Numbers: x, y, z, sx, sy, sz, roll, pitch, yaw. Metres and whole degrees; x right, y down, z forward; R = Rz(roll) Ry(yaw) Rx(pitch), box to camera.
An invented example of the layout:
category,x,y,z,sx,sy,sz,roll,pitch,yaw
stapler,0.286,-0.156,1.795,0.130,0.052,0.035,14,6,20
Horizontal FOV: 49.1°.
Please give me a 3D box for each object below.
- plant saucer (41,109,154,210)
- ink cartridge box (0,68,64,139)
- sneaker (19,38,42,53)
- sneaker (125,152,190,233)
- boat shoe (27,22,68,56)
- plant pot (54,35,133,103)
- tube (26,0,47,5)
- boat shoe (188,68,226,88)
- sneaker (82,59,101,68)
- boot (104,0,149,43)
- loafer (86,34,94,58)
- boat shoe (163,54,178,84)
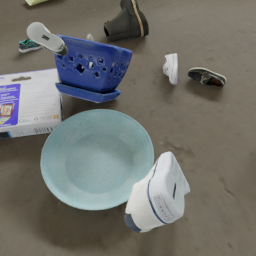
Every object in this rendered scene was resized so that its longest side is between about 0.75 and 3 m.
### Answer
category,x,y,z,sx,sy,sz,roll,pitch,yaw
plant saucer,-0.771,0.797,7.287,2.866,0.552,2.866,0,56,0
ink cartridge box,-3.314,-0.801,8.790,2.445,0.536,2.468,-8,52,-7
sneaker,-3.832,-3.337,11.058,1.019,0.465,0.395,-28,55,-23
sneaker,0.589,1.183,5.707,0.998,2.820,1.030,-27,85,16
boat shoe,-1.807,-1.951,6.252,1.197,0.381,0.423,39,87,26
plant pot,-1.093,-1.770,8.600,1.879,1.689,1.879,15,16,13
tube,-4.000,-6.646,13.915,2.218,0.576,0.644,-29,16,-17
boat shoe,2.681,-1.720,9.640,1.330,0.478,0.450,21,48,15
sneaker,-1.235,-2.552,10.378,0.730,0.465,1.262,20,53,12
boot,-0.388,-4.728,11.989,1.807,1.012,2.613,-17,50,-8
loafer,-1.262,-2.529,8.767,0.334,0.335,0.958,-12,60,25
boat shoe,1.498,-2.085,9.969,0.529,0.596,1.619,-1,41,10
